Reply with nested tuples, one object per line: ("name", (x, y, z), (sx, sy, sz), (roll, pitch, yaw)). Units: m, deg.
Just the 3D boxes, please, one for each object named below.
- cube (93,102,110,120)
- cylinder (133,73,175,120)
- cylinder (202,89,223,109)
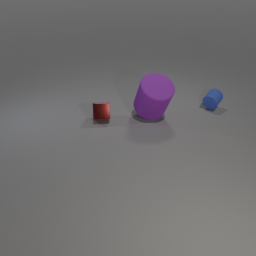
("cube", (-1.120, -0.712, 11.783), (0.700, 0.700, 0.700), (-2, 5, -6))
("cylinder", (1.037, -1.278, 11.457), (1.400, 1.400, 1.400), (6, 58, -9))
("cylinder", (3.853, -1.323, 12.719), (0.700, 0.700, 0.700), (21, 49, 32))
